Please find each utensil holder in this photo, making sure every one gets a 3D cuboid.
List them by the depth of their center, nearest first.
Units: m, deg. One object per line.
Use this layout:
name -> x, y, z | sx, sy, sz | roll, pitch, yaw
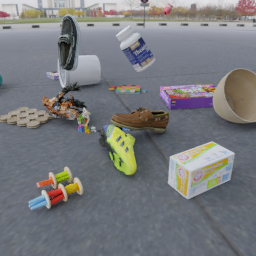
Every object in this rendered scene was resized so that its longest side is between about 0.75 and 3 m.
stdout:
utensil holder -> -2.913, -3.421, 16.751 | 2.166, 1.840, 1.840 | -10, 27, -25

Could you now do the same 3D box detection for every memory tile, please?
memory tile -> -4.438, -0.476, 12.404 | 2.112, 0.177, 1.619 | 12, 28, 22

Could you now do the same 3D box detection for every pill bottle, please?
pill bottle -> 0.320, -3.559, 12.567 | 1.042, 1.879, 1.042 | -32, 22, 14

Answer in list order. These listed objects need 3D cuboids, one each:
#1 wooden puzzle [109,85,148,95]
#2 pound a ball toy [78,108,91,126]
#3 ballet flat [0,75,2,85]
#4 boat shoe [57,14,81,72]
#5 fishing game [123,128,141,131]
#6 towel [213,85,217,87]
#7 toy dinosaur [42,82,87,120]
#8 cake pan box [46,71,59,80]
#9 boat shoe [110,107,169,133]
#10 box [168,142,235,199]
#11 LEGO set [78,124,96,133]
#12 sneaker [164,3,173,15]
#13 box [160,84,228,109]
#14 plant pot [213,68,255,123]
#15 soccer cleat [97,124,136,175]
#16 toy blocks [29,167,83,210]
wooden puzzle -> 0.002, -2.208, 16.072 | 2.245, 0.158, 1.331 | 2, 25, 4
pound a ball toy -> -1.802, -0.523, 11.927 | 0.443, 0.680, 1.042 | 22, 17, -23
ballet flat -> -7.953, -2.603, 16.216 | 0.825, 0.820, 2.412 | -13, 27, -7
boat shoe -> -2.056, -2.948, 9.638 | 0.700, 1.942, 0.689 | -1, 5, 19
fishing game -> 0.048, -0.134, 11.696 | 1.132, 0.176, 0.811 | 6, 29, 12
towel -> 4.923, -2.125, 15.764 | 0.649, 0.282, 1.163 | -14, 30, -26
toy dinosaur -> -2.908, -1.123, 12.346 | 2.706, 1.382, 1.837 | 34, 52, 22
cake pan box -> -4.722, -3.537, 18.726 | 1.090, 0.310, 1.183 | -16, 30, -35
boat shoe -> 0.489, -0.406, 10.586 | 2.529, 0.860, 0.910 | 4, 21, -38
box -> 2.084, 1.163, 8.016 | 1.709, 0.961, 0.866 | -16, 29, -27
LEGO set -> -1.700, -0.006, 11.222 | 0.811, 0.333, 0.309 | 9, 27, 18
sneaker -> 1.669, -5.091, 12.145 | 0.354, 0.417, 0.961 | 33, 9, -2
box -> 3.296, -1.649, 14.385 | 2.930, 0.573, 2.005 | -4, 26, -8
plant pot -> 4.558, -1.183, 12.016 | 2.292, 2.292, 1.539 | -12, -9, -23
soccer cleat -> -0.186, 0.563, 9.320 | 1.166, 0.901, 2.788 | -13, 27, -17
toy blocks -> -2.074, 1.641, 7.546 | 1.377, 0.500, 1.148 | -17, 31, -32
